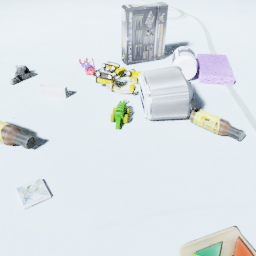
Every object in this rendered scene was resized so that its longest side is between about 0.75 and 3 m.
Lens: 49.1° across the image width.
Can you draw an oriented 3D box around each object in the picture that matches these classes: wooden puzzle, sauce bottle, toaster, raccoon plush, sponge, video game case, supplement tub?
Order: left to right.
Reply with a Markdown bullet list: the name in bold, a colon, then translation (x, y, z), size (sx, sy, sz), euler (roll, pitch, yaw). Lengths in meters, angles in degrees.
- **sauce bottle**: translation (-4.118, 0.178, 9.376), size (2.232, 0.722, 0.722), euler (16, 39, 22)
- **raccoon plush**: translation (-5.314, -2.611, 13.321), size (0.900, 0.650, 1.344), euler (18, 40, 35)
- **video game case**: translation (-2.605, 1.796, 7.706), size (0.740, 0.089, 0.812), euler (-21, 41, -26)
- **toaster**: translation (1.382, -1.263, 10.713), size (1.741, 1.532, 2.695), euler (-7, 39, -3)
- **supplement tub**: translation (2.715, -3.119, 13.491), size (1.162, 1.162, 1.656), euler (4, 37, 5)
- **sponge**: translation (4.266, -2.994, 13.962), size (1.576, 0.421, 2.825), euler (4, 36, 7)
- **sauce bottle**: translation (3.121, -0.115, 9.861), size (1.908, 0.617, 0.617), euler (27, 44, 35)
- **wooden puzzle**: translation (2.146, 3.010, 5.859), size (2.802, 0.328, 1.890), euler (-17, 40, -22)

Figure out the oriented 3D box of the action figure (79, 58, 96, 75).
- **action figure**: translation (-2.027, -3.250, 13.969), size (0.591, 0.897, 1.812), euler (-14, 41, -18)

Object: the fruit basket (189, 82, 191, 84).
- **fruit basket**: translation (2.322, -1.704, 12.123), size (0.861, 0.621, 0.861), euler (1, 19, 0)

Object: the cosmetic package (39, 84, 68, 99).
- **cosmetic package**: translation (-3.184, -1.584, 11.988), size (1.181, 0.488, 0.299), euler (7, 35, 9)

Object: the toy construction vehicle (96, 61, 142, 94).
- **toy construction vehicle**: translation (-0.430, -2.279, 12.834), size (2.313, 0.814, 2.013), euler (18, 29, 18)

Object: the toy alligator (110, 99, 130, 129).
- **toy alligator**: translation (-0.249, -0.760, 10.764), size (0.641, 0.587, 2.163), euler (5, 37, 6)

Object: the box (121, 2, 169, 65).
- **box**: translation (0.814, -4.828, 14.365), size (2.276, 2.874, 0.695), euler (-14, 40, -18)
